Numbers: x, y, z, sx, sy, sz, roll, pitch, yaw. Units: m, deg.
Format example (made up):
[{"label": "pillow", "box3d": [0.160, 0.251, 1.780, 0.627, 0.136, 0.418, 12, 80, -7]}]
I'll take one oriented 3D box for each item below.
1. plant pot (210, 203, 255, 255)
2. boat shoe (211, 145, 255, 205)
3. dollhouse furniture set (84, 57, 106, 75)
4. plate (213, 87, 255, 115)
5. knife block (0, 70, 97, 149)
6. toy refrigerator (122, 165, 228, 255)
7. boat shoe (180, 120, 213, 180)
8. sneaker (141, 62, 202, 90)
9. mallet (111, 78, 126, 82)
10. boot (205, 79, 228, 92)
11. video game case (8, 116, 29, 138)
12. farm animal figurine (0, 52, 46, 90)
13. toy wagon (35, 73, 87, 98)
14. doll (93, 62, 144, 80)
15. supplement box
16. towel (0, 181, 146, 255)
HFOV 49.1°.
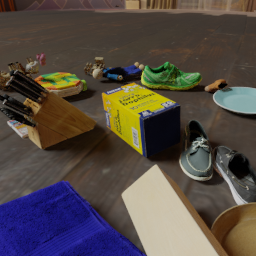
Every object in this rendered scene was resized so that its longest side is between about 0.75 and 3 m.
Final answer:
[{"label": "plant pot", "box3d": [2.783, 2.390, 4.896, 2.711, 0.373, 2.711, 0, 28, 0]}, {"label": "boat shoe", "box3d": [2.722, 0.990, 7.017, 0.831, 0.787, 2.376, 0, 29, 1]}, {"label": "dollhouse furniture set", "box3d": [-1.639, -3.130, 14.984, 0.996, 0.755, 1.137, 9, 52, 16]}, {"label": "plate", "box3d": [4.653, -1.042, 11.168, 2.446, 0.313, 2.446, -2, 30, 1]}, {"label": "knife block", "box3d": [-2.384, -0.772, 8.483, 2.833, 2.487, 0.906, -23, 37, -36]}, {"label": "toy refrigerator", "box3d": [0.872, 1.912, 4.900, 0.999, 0.921, 2.632, -42, 32, 5]}, {"label": "boat shoe", "box3d": [1.915, 0.543, 7.900, 0.859, 0.729, 2.359, 3, 29, 6]}, {"label": "sneaker", "box3d": [2.028, -2.402, 12.859, 2.795, 1.168, 1.035, 1, 28, 0]}, {"label": "mallet", "box3d": [-0.476, -2.442, 14.036, 0.788, 0.162, 0.259, 11, 31, 27]}, {"label": "boot", "box3d": [4.093, -1.923, 12.372, 1.179, 0.452, 0.916, -16, 4, -20]}, {"label": "video game case", "box3d": [-3.476, -0.095, 9.723, 0.942, 0.115, 1.317, -23, 36, -35]}, {"label": "farm animal figurine", "box3d": [-4.741, -2.402, 12.655, 2.340, 1.177, 1.890, -8, 20, 38]}, {"label": "toy wagon", "box3d": [-3.359, -2.032, 12.797, 2.268, 0.578, 2.924, -18, 33, -30]}, {"label": "doll", "box3d": [-0.554, -2.835, 14.211, 2.586, 0.627, 1.764, -14, 31, -23]}, {"label": "supplement box", "box3d": [0.364, -0.351, 8.743, 1.310, 1.318, 2.406, -22, 33, -25]}, {"label": "towel", "box3d": [-1.171, 1.986, 4.968, 2.076, 0.697, 2.812, -12, 29, -43]}]
